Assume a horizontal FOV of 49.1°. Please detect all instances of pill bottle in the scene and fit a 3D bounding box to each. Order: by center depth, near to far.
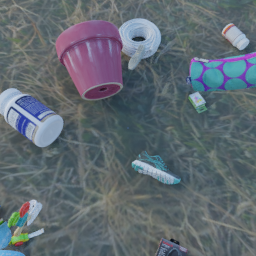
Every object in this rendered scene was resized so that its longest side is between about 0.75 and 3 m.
[{"bbox_3d":[-3.686,-0.436,10.442,2.327,1.346,1.346,34,68,15],"label":"pill bottle"},{"bbox_3d":[4.874,-4.118,12.680,0.644,0.644,1.175,-29,67,-14],"label":"pill bottle"}]

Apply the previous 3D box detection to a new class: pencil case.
[{"bbox_3d":[2.840,-1.594,7.823,2.265,1.047,0.964,-1,41,28],"label":"pencil case"}]

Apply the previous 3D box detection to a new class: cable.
[{"bbox_3d":[0.507,-4.039,12.632,1.950,0.675,1.950,27,66,15],"label":"cable"}]

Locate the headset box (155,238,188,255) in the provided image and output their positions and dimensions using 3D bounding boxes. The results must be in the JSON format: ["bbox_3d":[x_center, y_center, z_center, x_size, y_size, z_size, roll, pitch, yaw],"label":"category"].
[{"bbox_3d":[1.288,4.048,8.697,0.855,0.444,1.149,22,67,11],"label":"headset box"}]

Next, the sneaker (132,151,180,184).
[{"bbox_3d":[1.072,1.360,9.945,1.782,0.691,0.813,24,62,10],"label":"sneaker"}]

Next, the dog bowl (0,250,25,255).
[{"bbox_3d":[-4.075,4.022,8.380,2.040,1.137,0.506,0,52,0],"label":"dog bowl"}]

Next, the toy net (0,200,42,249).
[{"bbox_3d":[-2.405,1.945,6.265,0.373,1.931,1.013,25,96,2],"label":"toy net"}]

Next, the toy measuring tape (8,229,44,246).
[{"bbox_3d":[-3.312,3.490,9.003,1.162,0.427,0.427,-18,65,-9],"label":"toy measuring tape"}]

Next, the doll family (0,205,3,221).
[{"bbox_3d":[-5.010,3.035,9.010,1.743,0.785,1.082,-5,63,-2],"label":"doll family"}]

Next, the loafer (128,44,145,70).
[{"bbox_3d":[0.276,-1.991,7.989,0.281,0.281,0.804,28,84,24],"label":"loafer"}]

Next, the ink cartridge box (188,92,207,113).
[{"bbox_3d":[2.851,-1.042,11.363,0.421,0.241,0.811,-23,66,-11],"label":"ink cartridge box"}]

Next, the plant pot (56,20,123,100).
[{"bbox_3d":[-1.304,-2.457,10.971,2.593,2.593,2.321,-14,79,-7],"label":"plant pot"}]
